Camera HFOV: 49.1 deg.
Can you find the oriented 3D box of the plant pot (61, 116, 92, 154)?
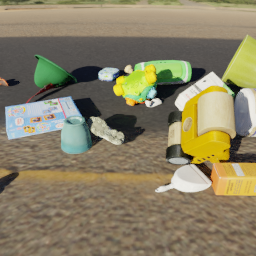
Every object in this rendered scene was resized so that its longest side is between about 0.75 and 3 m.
[{"bbox_3d":[-1.852,0.173,9.852,1.108,1.041,1.108,-1,30,0],"label":"plant pot"}]

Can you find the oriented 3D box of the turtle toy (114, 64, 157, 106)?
[{"bbox_3d":[0.554,-1.985,13.243,2.013,1.396,2.762,-19,24,15],"label":"turtle toy"}]

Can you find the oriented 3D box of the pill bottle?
[{"bbox_3d":[5.661,-0.533,10.358,2.992,1.791,1.791,3,30,2],"label":"pill bottle"}]

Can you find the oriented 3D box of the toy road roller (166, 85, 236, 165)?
[{"bbox_3d":[2.471,0.172,8.407,1.987,2.722,1.673,16,63,-19],"label":"toy road roller"}]

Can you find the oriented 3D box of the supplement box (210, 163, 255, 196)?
[{"bbox_3d":[3.496,1.449,7.951,2.098,0.698,0.722,-1,30,-1],"label":"supplement box"}]

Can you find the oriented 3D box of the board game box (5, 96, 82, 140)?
[{"bbox_3d":[-3.511,-0.505,11.565,2.810,0.514,2.126,-11,31,-18],"label":"board game box"}]

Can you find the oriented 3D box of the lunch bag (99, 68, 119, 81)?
[{"bbox_3d":[-1.082,-3.091,16.156,0.959,0.492,1.194,9,31,18],"label":"lunch bag"}]

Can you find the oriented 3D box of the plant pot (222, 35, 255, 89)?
[{"bbox_3d":[6.664,-2.974,14.311,2.723,2.548,2.548,29,36,9],"label":"plant pot"}]

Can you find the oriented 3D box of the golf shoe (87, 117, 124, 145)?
[{"bbox_3d":[-0.803,0.172,10.060,1.510,0.734,0.591,34,79,14],"label":"golf shoe"}]

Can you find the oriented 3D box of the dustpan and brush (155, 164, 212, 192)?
[{"bbox_3d":[1.494,1.573,8.128,1.507,0.431,1.051,-4,28,-21],"label":"dustpan and brush"}]

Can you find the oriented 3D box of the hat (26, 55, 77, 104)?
[{"bbox_3d":[-4.443,-2.147,14.658,2.408,2.560,2.908,27,-3,26],"label":"hat"}]

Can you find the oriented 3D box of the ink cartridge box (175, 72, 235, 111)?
[{"bbox_3d":[3.083,-1.156,11.303,1.903,0.802,1.390,-35,75,-19],"label":"ink cartridge box"}]

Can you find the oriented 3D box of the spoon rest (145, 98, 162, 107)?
[{"bbox_3d":[1.171,-1.166,13.019,0.546,0.333,1.098,17,20,34],"label":"spoon rest"}]

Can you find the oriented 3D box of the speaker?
[{"bbox_3d":[1.867,-2.968,15.168,2.899,1.282,1.282,-4,30,-8],"label":"speaker"}]

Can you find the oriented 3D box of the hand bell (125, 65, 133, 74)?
[{"bbox_3d":[0.290,-3.273,16.676,0.529,0.529,1.015,-18,47,-28],"label":"hand bell"}]

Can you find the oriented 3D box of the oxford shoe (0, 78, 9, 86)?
[{"bbox_3d":[-6.879,-2.422,15.205,1.123,0.400,0.407,24,61,36],"label":"oxford shoe"}]
